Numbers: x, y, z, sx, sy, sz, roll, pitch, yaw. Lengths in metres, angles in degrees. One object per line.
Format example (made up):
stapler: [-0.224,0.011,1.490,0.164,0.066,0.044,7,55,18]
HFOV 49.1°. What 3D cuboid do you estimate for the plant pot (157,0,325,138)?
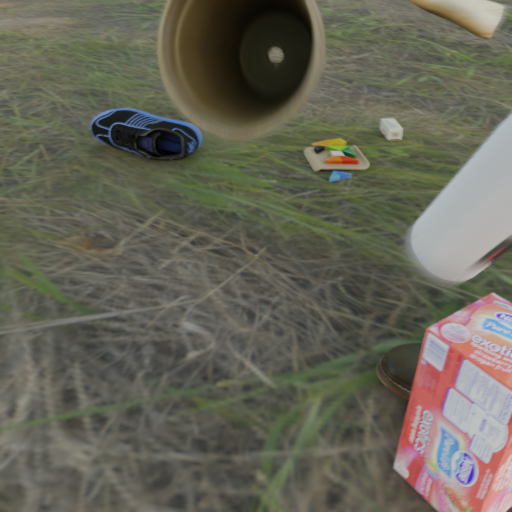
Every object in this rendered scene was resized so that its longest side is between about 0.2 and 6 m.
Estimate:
plant pot: [0.034,-3.387,9.375,2.630,2.630,2.282,11,19,16]

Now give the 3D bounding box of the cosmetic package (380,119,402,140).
cosmetic package: [3.502,-3.289,14.550,0.382,0.322,0.739,-3,34,-3]

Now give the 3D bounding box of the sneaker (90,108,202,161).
sneaker: [-2.744,-2.869,13.320,2.798,0.981,1.090,7,27,9]

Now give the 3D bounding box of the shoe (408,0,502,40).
shoe: [2.708,-3.739,8.125,1.744,0.466,0.610,33,26,12]

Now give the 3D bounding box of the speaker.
speaker: [2.574,-0.632,5.895,1.002,2.467,1.002,4,64,-9]

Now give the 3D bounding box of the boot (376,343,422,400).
boot: [3.263,1.070,6.768,3.419,1.657,1.277,4,34,6]

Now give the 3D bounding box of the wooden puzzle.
wooden puzzle: [1.868,-2.354,13.219,1.405,0.243,2.082,-9,35,-13]

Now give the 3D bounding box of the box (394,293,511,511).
box: [2.233,1.603,5.544,1.006,2.125,1.090,-20,39,-28]
